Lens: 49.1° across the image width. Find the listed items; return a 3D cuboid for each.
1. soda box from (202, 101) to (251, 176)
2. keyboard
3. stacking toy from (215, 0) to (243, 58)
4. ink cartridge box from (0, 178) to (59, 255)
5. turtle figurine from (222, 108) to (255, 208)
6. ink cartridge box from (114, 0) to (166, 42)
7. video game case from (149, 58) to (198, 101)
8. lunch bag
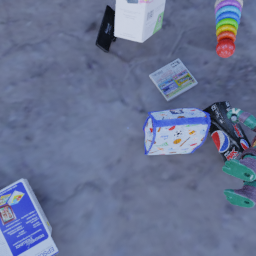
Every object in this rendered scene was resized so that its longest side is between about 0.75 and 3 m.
[{"bbox_3d":[2.777,0.256,7.679,0.695,0.622,1.963,-9,70,-41],"label":"soda box"},{"bbox_3d":[-0.619,-3.113,8.959,0.174,0.816,1.359,11,82,40],"label":"keyboard"},{"bbox_3d":[3.011,-3.009,8.490,0.846,0.846,1.981,9,72,3],"label":"stacking toy"},{"bbox_3d":[-3.085,2.677,7.081,2.066,0.491,2.091,-28,84,-7],"label":"ink cartridge box"},{"bbox_3d":[2.618,0.360,5.707,2.370,1.193,1.774,-47,117,-39],"label":"turtle figurine"},{"bbox_3d":[0.435,-3.999,7.633,0.941,2.796,1.637,20,40,17],"label":"ink cartridge box"},{"bbox_3d":[1.405,-1.504,8.693,1.132,0.125,1.031,-31,74,-10],"label":"video game case"},{"bbox_3d":[1.196,0.052,7.288,1.457,1.714,1.061,-5,73,-5],"label":"lunch bag"}]
